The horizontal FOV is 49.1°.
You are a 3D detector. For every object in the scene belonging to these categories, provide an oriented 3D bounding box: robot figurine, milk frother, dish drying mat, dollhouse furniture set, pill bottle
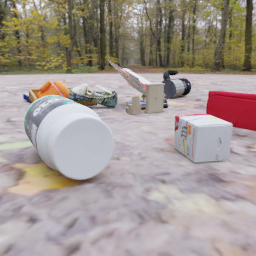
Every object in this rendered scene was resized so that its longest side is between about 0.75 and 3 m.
[{"bbox_3d":[-3.161,-1.355,11.827,1.580,1.136,0.921,-39,10,-11],"label":"robot figurine"},{"bbox_3d":[2.437,-2.354,16.633,1.739,1.668,1.848,-14,-22,-47],"label":"milk frother"},{"bbox_3d":[3.343,-0.463,7.913,0.243,1.027,2.675,-9,15,-36],"label":"dish drying mat"},{"bbox_3d":[0.490,-1.356,12.070,1.719,1.188,1.821,-6,14,-26],"label":"dollhouse furniture set"},{"bbox_3d":[-1.258,0.105,5.663,1.325,1.325,2.344,-7,16,-28],"label":"pill bottle"}]

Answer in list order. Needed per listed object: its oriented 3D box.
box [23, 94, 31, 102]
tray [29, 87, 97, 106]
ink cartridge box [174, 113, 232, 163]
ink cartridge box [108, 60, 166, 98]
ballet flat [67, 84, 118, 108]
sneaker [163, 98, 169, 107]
[{"bbox_3d":[-4.462,-1.531,14.553,1.280,0.342,2.113,-11,19,-37],"label":"box"},{"bbox_3d":[-3.075,-1.459,13.356,2.910,0.539,1.435,-9,30,-29],"label":"tray"},{"bbox_3d":[1.641,0.196,6.297,0.834,0.838,1.153,-3,14,-14],"label":"ink cartridge box"},{"bbox_3d":[0.455,-2.316,13.137,2.124,0.657,2.620,38,-2,34],"label":"ink cartridge box"},{"bbox_3d":[-1.683,-1.564,12.592,2.524,0.937,0.937,8,12,-10],"label":"ballet flat"},{"bbox_3d":[1.685,-1.178,13.043,0.367,0.394,0.994,2,15,-1],"label":"sneaker"}]
